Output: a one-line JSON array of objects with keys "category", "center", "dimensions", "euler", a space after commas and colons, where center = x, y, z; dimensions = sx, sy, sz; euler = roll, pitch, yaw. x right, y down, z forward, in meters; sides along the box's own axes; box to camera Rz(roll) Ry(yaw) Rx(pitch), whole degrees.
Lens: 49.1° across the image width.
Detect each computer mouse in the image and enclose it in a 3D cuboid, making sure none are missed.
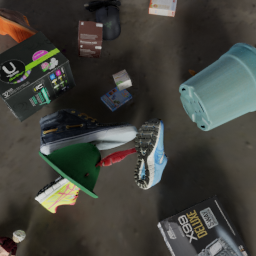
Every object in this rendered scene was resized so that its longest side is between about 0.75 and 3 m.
[{"category": "computer mouse", "center": [-0.872, -4.356, 10.940], "dimensions": [1.510, 0.575, 2.180], "euler": [-9, 63, -6]}]

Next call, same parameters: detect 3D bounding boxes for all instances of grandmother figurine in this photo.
[{"category": "grandmother figurine", "center": [-3.168, 3.107, 7.208], "dimensions": [1.172, 0.355, 0.711], "euler": [-43, 98, -22]}]

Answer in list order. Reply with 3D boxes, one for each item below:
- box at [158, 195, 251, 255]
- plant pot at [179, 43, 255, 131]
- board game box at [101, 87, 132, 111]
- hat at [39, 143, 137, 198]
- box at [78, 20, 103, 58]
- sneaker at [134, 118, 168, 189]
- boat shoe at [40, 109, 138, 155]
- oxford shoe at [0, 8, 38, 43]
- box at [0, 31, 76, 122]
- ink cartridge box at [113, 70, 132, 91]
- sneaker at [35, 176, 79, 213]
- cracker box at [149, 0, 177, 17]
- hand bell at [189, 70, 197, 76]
[{"category": "box", "center": [2.000, 3.072, 7.076], "dimensions": [1.723, 0.544, 2.185], "euler": [-21, 65, -10]}, {"category": "plant pot", "center": [2.865, -1.102, 8.499], "dimensions": [2.128, 2.172, 2.172], "euler": [-28, 66, -6]}, {"category": "board game box", "center": [-0.387, -1.028, 9.441], "dimensions": [0.850, 0.156, 0.643], "euler": [-37, 68, -16]}, {"category": "hat", "center": [-0.925, 0.533, 7.560], "dimensions": [1.912, 2.308, 2.032], "euler": [36, 78, 15]}, {"category": "box", "center": [-1.352, -3.124, 9.950], "dimensions": [0.828, 0.998, 0.819], "euler": [3, 68, -9]}, {"category": "sneaker", "center": [0.704, 0.691, 7.919], "dimensions": [0.771, 0.885, 1.967], "euler": [15, 99, 44]}, {"category": "boat shoe", "center": [-1.241, -0.023, 8.381], "dimensions": [2.907, 1.029, 1.320], "euler": [-12, 67, -3]}, {"category": "oxford shoe", "center": [-4.046, -3.859, 10.484], "dimensions": [2.775, 0.989, 1.011], "euler": [30, 62, 15]}, {"category": "box", "center": [-3.151, -1.659, 9.071], "dimensions": [2.256, 1.402, 1.676], "euler": [-38, 69, -17]}, {"category": "ink cartridge box", "center": [-0.217, -1.677, 9.539], "dimensions": [0.486, 0.279, 0.829], "euler": [-24, 45, 1]}, {"category": "sneaker", "center": [-1.562, 1.648, 7.672], "dimensions": [1.836, 0.718, 0.829], "euler": [-32, 99, 4]}, {"category": "cracker box", "center": [1.417, -4.945, 11.399], "dimensions": [1.059, 0.306, 0.709], "euler": [9, 63, 6]}, {"category": "hand bell", "center": [2.466, -1.787, 9.775], "dimensions": [0.479, 0.479, 0.921], "euler": [-33, 54, -16]}]
